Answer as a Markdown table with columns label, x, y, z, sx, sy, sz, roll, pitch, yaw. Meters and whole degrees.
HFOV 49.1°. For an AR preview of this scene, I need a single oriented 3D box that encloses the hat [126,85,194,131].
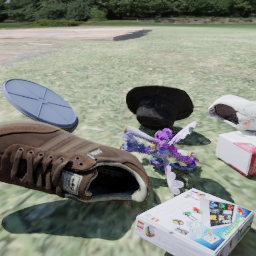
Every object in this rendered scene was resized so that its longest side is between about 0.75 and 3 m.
| label | x | y | z | sx | sy | sz | roll | pitch | yaw |
| --- | --- | --- | --- | --- | --- | --- | --- | --- | --- |
| hat | 0.755 | -0.360 | 7.162 | 1.785 | 1.785 | 0.720 | 5 | 58 | 12 |

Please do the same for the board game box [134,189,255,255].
| label | x | y | z | sx | sy | sz | roll | pitch | yaw |
| --- | --- | --- | --- | --- | --- | --- | --- | --- | --- |
| board game box | 0.981 | 1.286 | 3.845 | 1.031 | 0.283 | 1.633 | 16 | 12 | 37 |

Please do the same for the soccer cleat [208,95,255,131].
| label | x | y | z | sx | sy | sz | roll | pitch | yaw |
| --- | --- | --- | --- | --- | --- | --- | --- | --- | --- |
| soccer cleat | 2.886 | -0.237 | 6.064 | 0.923 | 0.824 | 2.379 | -26 | 27 | -35 |

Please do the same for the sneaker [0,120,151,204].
| label | x | y | z | sx | sy | sz | roll | pitch | yaw |
| --- | --- | --- | --- | --- | --- | --- | --- | --- | --- |
| sneaker | -1.006 | 0.571 | 4.371 | 2.957 | 1.042 | 1.117 | 10 | 9 | -19 |

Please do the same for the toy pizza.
| label | x | y | z | sx | sy | sz | roll | pitch | yaw |
| --- | --- | --- | --- | --- | --- | --- | --- | --- | --- |
| toy pizza | -2.462 | -0.634 | 7.822 | 2.205 | 0.349 | 2.205 | 32 | 19 | -12 |

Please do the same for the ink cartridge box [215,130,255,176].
| label | x | y | z | sx | sy | sz | roll | pitch | yaw |
| --- | --- | --- | --- | --- | --- | --- | --- | --- | --- |
| ink cartridge box | 2.739 | 0.456 | 6.036 | 1.314 | 0.554 | 0.951 | -8 | 25 | -23 |

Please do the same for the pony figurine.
| label | x | y | z | sx | sy | sz | roll | pitch | yaw |
| --- | --- | --- | --- | --- | --- | --- | --- | --- | --- |
| pony figurine | 0.678 | 0.413 | 5.412 | 1.631 | 1.359 | 1.575 | 19 | 1 | 6 |
